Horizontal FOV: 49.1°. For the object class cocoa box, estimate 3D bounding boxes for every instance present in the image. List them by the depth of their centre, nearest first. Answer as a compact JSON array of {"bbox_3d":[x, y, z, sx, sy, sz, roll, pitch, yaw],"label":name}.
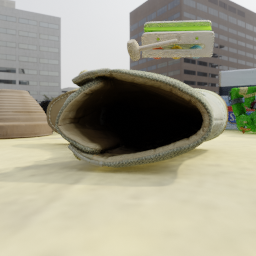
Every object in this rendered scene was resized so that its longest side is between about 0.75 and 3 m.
[{"bbox_3d":[3.948,-0.765,7.803,2.507,1.645,1.672,2,4,31],"label":"cocoa box"}]

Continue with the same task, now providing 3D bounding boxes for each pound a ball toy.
[{"bbox_3d":[1.540,-2.914,10.110,2.940,1.249,1.917,1,40,9],"label":"pound a ball toy"}]

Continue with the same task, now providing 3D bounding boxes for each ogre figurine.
[{"bbox_3d":[3.011,-0.417,6.462,0.910,1.112,1.855,-7,5,-35],"label":"ogre figurine"}]

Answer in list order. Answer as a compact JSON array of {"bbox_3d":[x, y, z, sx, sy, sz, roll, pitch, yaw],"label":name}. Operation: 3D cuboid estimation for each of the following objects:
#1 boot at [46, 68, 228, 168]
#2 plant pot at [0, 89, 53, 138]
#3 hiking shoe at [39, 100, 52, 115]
[{"bbox_3d":[-0.270,-0.152,3.299,2.672,0.963,2.066,2,5,22],"label":"boot"},{"bbox_3d":[-2.708,-0.320,6.045,2.106,0.972,2.106,-1,3,0],"label":"plant pot"},{"bbox_3d":[-1.057,-0.469,7.395,2.897,1.097,1.459,1,7,36],"label":"hiking shoe"}]
